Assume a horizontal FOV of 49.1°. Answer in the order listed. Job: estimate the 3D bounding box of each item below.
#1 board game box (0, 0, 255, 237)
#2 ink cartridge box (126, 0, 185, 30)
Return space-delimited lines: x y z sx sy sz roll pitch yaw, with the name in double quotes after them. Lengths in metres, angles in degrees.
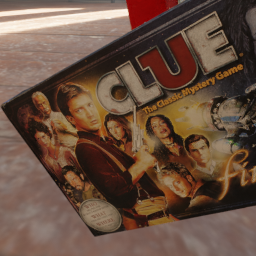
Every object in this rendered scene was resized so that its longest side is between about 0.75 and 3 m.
0.341 -0.006 2.444 2.566 1.738 0.444 -22 19 26 "board game box"
1.029 -1.079 3.465 1.917 2.183 0.916 -11 45 5 "ink cartridge box"
